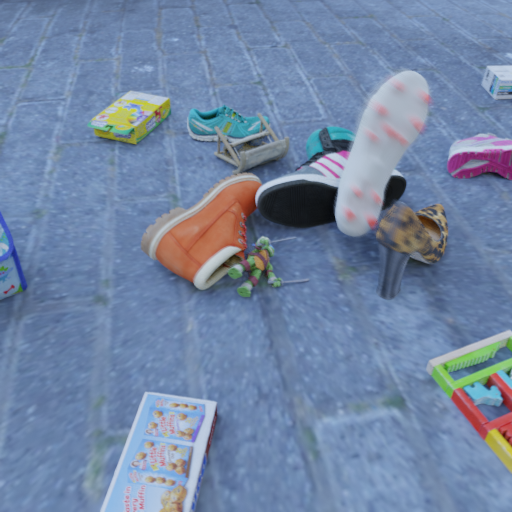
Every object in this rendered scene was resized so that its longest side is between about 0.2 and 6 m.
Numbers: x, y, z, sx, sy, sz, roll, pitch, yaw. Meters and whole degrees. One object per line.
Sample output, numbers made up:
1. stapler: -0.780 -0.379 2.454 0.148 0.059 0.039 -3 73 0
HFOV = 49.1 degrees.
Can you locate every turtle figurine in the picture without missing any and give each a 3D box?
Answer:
1. turtle figurine: 0.163 0.160 9.585 1.183 0.851 1.147 28 48 26

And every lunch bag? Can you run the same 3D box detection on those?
1. lunch bag: -4.836 -0.048 8.731 1.880 2.211 1.409 -28 56 -30

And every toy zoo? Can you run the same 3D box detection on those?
1. toy zoo: 3.733 2.142 7.744 1.577 0.246 2.404 -15 43 -17

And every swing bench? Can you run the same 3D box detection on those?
1. swing bench: -0.117 -2.463 12.716 1.258 0.820 1.264 -22 51 -24

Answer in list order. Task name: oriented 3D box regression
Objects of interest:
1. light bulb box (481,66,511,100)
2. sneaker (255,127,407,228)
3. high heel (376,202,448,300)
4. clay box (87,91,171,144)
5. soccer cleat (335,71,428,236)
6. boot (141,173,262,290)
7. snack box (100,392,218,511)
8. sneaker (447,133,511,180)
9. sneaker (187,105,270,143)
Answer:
1. light bulb box: 6.977 -4.836 15.600 0.952 0.599 0.960 -3 41 -4
2. sneaker: 1.245 -1.728 11.375 3.182 1.330 1.921 -8 46 -21
3. high heel: 2.851 -0.661 9.661 0.936 1.868 2.621 23 49 26
4. clay box: -3.158 -3.436 14.044 1.208 0.500 2.102 14 43 16
5. soccer cleat: 2.114 -1.816 10.017 1.048 3.024 1.173 22 4 -7
6. boot: -0.551 -0.457 10.332 1.531 1.071 2.856 36 52 20
7. snack box: -1.262 2.959 6.712 1.040 0.352 2.892 6 41 7
8. sneaker: 5.309 -2.301 12.435 2.183 0.888 0.963 3 43 3
9. sneaker: -0.658 -3.221 13.568 2.029 0.808 0.786 -2 41 -4
